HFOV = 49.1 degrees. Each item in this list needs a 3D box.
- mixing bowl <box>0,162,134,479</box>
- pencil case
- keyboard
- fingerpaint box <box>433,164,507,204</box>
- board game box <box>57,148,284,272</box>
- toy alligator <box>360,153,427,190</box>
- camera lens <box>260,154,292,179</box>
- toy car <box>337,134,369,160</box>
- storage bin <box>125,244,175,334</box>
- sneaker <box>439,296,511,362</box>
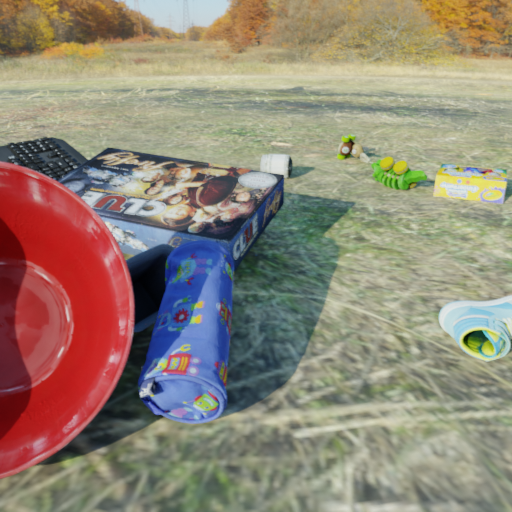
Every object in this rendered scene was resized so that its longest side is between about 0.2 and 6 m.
[{"bbox_3d":[-3.077,0.763,6.404,3.282,3.282,1.778,-6,-10,-14],"label":"mixing bowl"},{"bbox_3d":[-0.848,0.921,7.184,1.102,0.990,2.538,-14,39,14],"label":"pencil case"},{"bbox_3d":[-4.979,-1.882,13.045,2.846,1.083,5.467,-25,41,-29],"label":"keyboard"},{"bbox_3d":[5.859,-2.010,15.293,1.763,0.647,1.471,10,25,21],"label":"fingerpaint box"},{"bbox_3d":[-1.896,-1.050,11.168,4.255,0.736,2.882,11,35,17],"label":"board game box"},{"bbox_3d":[3.737,-2.363,16.137,0.718,0.784,2.645,-50,38,-7],"label":"toy alligator"},{"bbox_3d":[0.624,-2.684,16.797,0.880,0.704,0.704,5,23,12],"label":"camera lens"},{"bbox_3d":[3.333,-3.555,18.918,0.957,0.786,0.755,31,36,31],"label":"toy car"},{"bbox_3d":[-1.734,0.699,8.285,1.041,1.128,1.550,-38,-4,43],"label":"storage bin"},{"bbox_3d":[3.594,1.075,8.020,1.682,0.669,1.098,-8,20,6],"label":"sneaker"}]
